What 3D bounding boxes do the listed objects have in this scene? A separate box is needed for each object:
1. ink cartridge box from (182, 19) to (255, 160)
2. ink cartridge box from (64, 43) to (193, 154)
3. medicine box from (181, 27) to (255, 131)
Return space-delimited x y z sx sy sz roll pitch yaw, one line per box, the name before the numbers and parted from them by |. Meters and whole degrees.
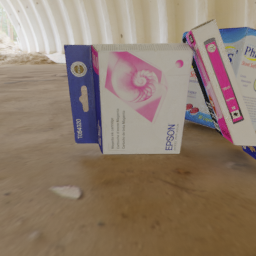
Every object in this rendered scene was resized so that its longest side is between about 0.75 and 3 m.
ink cartridge box | 1.868 -0.600 5.573 0.533 2.873 1.361 -24 7 8
ink cartridge box | -0.019 -0.493 5.701 2.391 2.348 0.518 -2 33 -2
medicine box | 2.587 -1.396 8.146 1.350 2.623 2.389 3 12 -32
